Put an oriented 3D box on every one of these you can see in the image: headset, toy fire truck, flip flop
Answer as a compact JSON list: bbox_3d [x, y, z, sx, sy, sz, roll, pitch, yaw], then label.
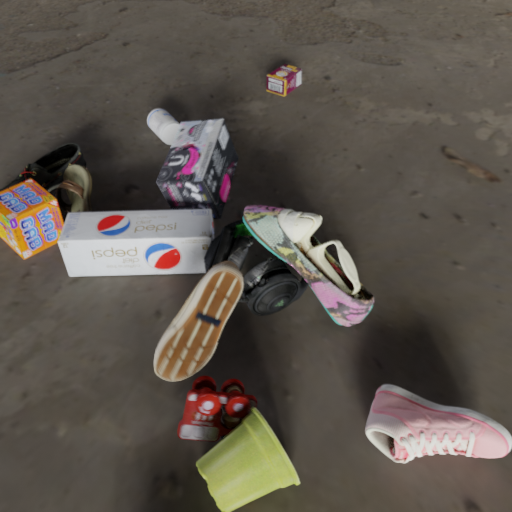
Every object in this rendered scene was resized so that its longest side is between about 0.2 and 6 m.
[{"bbox_3d":[-0.073,0.167,9.333,1.788,1.360,2.895,35,42,13],"label":"headset"},{"bbox_3d":[-0.529,2.174,7.722,1.003,0.842,0.562,10,13,-14],"label":"toy fire truck"},{"bbox_3d":[-3.734,-1.155,11.315,0.573,0.807,1.989,18,41,-37],"label":"flip flop"}]

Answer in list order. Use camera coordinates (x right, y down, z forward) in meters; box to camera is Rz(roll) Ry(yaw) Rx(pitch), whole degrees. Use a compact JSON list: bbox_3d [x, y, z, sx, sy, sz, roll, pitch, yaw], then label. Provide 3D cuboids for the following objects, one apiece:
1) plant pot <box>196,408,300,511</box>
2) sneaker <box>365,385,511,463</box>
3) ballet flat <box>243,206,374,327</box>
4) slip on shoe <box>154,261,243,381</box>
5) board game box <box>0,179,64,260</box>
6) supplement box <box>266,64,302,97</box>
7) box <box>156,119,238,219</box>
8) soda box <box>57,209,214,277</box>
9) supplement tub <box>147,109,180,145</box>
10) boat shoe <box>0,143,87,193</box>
[{"bbox_3d":[-0.164,2.678,7.119,1.010,1.099,1.099,-29,49,-14],"label":"plant pot"},{"bbox_3d":[2.352,2.466,7.494,1.866,0.702,0.975,16,40,27],"label":"sneaker"},{"bbox_3d":[0.955,-0.063,9.358,2.741,0.975,0.948,49,38,10],"label":"ballet flat"},{"bbox_3d":[-0.810,0.896,7.866,0.729,1.917,0.581,25,15,-14],"label":"slip on shoe"},{"bbox_3d":[-4.416,-0.721,10.820,0.965,0.964,0.964,34,52,32],"label":"board game box"},{"bbox_3d":[0.801,-4.987,15.891,0.625,0.493,0.955,24,47,24],"label":"supplement box"},{"bbox_3d":[-1.144,-1.742,11.237,1.010,1.164,1.761,-1,53,18],"label":"box"},{"bbox_3d":[-2.128,-0.243,10.327,2.698,0.919,0.859,-1,42,-1],"label":"soda box"},{"bbox_3d":[-2.254,-3.200,13.843,0.601,0.601,0.911,-24,48,-24],"label":"supplement tub"},{"bbox_3d":[-4.744,-1.655,12.039,0.892,0.764,2.438,28,51,28],"label":"boat shoe"}]
